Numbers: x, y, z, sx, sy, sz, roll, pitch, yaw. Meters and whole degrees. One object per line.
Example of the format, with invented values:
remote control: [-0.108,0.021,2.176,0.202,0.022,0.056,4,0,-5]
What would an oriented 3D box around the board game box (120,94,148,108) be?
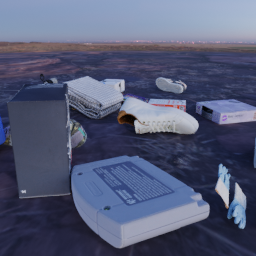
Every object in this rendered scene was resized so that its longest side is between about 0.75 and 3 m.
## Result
board game box: [0.032,-1.248,13.262,1.208,0.414,1.461,-18,27,-39]

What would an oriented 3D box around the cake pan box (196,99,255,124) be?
cake pan box: [4.074,-0.712,11.605,2.012,0.526,1.853,-6,18,-17]

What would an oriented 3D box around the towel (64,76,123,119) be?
towel: [-1.586,-1.293,12.088,2.264,0.969,1.875,27,30,18]

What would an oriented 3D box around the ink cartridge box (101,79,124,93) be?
ink cartridge box: [-0.989,-2.324,15.913,1.150,0.670,1.591,6,20,17]

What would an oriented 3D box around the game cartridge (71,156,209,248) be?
game cartridge: [-0.074,1.259,5.575,1.909,0.586,2.868,-5,13,-24]

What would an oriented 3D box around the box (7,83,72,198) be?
box: [-1.933,0.181,6.593,1.124,2.160,1.967,-2,20,-9]

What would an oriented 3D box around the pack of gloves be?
pack of gloves: [1.927,1.305,5.408,0.231,0.982,1.169,-32,5,29]

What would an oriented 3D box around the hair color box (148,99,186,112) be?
hair color box: [1.693,-0.906,12.162,1.586,0.507,0.879,3,19,12]

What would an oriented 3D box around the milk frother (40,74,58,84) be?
milk frother: [-4.979,-2.994,17.497,0.816,0.904,0.850,2,19,18]

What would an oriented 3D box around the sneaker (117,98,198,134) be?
sneaker: [0.940,-0.118,9.699,2.825,1.029,1.196,16,56,23]

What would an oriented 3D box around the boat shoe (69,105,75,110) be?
boat shoe: [-2.324,-0.995,12.555,0.481,0.617,1.360,-18,53,-42]

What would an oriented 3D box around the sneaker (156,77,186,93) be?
sneaker: [2.528,-2.498,16.364,1.859,0.729,0.738,28,37,32]

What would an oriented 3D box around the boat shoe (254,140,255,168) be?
boat shoe: [3.993,0.547,7.611,0.967,0.753,2.129,5,18,27]

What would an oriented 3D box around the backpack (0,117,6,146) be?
backpack: [-4.898,-0.181,7.910,2.436,2.044,1.979,16,32,30]

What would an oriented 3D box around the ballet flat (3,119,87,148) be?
ballet flat: [-2.678,0.032,8.460,2.810,1.011,1.011,2,20,7]
